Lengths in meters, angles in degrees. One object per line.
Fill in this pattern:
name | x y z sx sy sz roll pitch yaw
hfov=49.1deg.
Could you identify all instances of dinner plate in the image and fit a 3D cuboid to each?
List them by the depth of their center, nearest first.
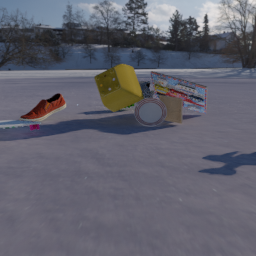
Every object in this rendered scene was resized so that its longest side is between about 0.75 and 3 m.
dinner plate | 0.724 -0.507 9.021 1.050 1.050 0.127 2 -27 7

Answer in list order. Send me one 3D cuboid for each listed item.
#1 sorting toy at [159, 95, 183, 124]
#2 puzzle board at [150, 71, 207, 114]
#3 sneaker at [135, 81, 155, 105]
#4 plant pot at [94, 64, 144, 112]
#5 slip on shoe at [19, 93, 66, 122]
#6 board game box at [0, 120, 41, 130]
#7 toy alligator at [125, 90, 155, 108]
sorting toy | 1.398 -0.615 9.057 0.915 0.847 0.167 17 30 41
puzzle board | 1.906 -1.291 10.541 2.183 0.190 1.645 21 -22 25
sneaker | 0.607 -1.128 10.185 0.746 0.680 1.819 -15 52 9
plant pot | -0.410 -1.387 9.215 1.251 1.259 1.288 -22 -12 19
slip on shoe | -2.965 -0.690 9.734 0.708 0.585 1.912 13 33 35
board game box | -3.568 -0.026 7.643 1.707 0.221 1.707 4 8 41
toy alligator | 0.206 -1.209 12.113 2.358 0.640 0.699 -8 19 -19
